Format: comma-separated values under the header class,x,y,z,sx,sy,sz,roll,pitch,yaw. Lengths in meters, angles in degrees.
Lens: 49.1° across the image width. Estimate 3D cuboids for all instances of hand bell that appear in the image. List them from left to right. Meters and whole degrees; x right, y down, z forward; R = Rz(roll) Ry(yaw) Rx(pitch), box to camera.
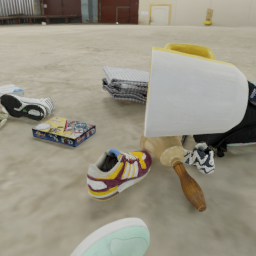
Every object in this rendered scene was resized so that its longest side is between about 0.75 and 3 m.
class,x,y,z,sx,sy,sz,roll,pitch,yaw
hand bell,1.336,1.033,7.248,1.346,1.346,2.586,-7,38,-15

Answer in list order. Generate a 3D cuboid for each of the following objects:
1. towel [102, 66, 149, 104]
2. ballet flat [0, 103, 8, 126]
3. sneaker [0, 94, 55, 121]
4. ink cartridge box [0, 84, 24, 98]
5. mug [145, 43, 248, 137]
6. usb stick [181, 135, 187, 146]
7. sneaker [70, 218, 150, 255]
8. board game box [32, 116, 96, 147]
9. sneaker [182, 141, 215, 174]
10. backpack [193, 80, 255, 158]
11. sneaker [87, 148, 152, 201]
class,x,y,z,sx,sy,sz,roll,pitch,yaw
towel,0.176,-1.915,12.892,2.647,1.133,2.192,2,25,-18
ballet flat,-4.986,-0.438,10.778,0.633,0.641,1.882,15,26,-19
sneaker,-4.047,-0.911,11.596,2.262,0.853,1.301,17,20,16
ink cartridge box,-5.574,-1.605,13.140,0.917,0.529,1.264,-21,32,-37
mug,1.620,-1.049,6.890,2.245,2.735,2.190,5,-4,3
usb stick,1.740,0.198,9.590,0.577,0.339,2.081,16,29,15
sneaker,-0.363,2.561,3.669,3.006,1.106,1.773,-32,33,-33
board game box,-2.226,0.089,9.826,1.830,0.317,1.240,12,28,25
sneaker,1.934,0.673,7.997,0.513,0.836,1.284,-13,28,-27
backpack,3.602,-0.555,9.018,2.944,2.457,1.863,-2,21,-18
sneaker,-0.108,0.923,7.233,0.858,1.032,2.291,17,30,32
